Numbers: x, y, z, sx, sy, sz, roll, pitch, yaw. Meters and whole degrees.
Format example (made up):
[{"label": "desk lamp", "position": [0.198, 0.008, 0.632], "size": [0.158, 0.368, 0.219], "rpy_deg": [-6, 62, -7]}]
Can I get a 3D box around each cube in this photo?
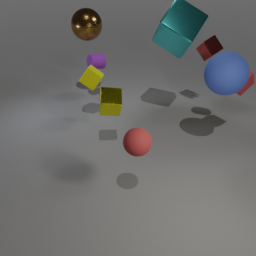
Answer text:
[{"label": "cube", "position": [-0.590, -0.875, 9.391], "size": [0.700, 0.700, 0.700], "rpy_deg": [2, 60, -8]}, {"label": "cube", "position": [3.971, -1.724, 9.983], "size": [0.700, 0.700, 0.700], "rpy_deg": [-44, 57, 4]}, {"label": "cube", "position": [3.540, -3.459, 12.162], "size": [0.700, 0.700, 0.700], "rpy_deg": [-34, 1, -14]}, {"label": "cube", "position": [-1.491, -2.073, 11.540], "size": [0.700, 0.700, 0.700], "rpy_deg": [35, 19, -12]}, {"label": "cube", "position": [1.990, -3.865, 10.927], "size": [1.400, 1.400, 1.400], "rpy_deg": [33, 76, -1]}]

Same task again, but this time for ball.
[{"label": "ball", "position": [0.227, 0.336, 6.736], "size": [0.700, 0.700, 0.700], "rpy_deg": [0, 30, 0]}, {"label": "ball", "position": [-1.859, -4.651, 12.608], "size": [1.400, 1.400, 1.400], "rpy_deg": [0, 30, 0]}, {"label": "ball", "position": [3.194, -1.767, 9.117], "size": [1.400, 1.400, 1.400], "rpy_deg": [0, 30, 0]}]

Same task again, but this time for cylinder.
[{"label": "cylinder", "position": [-1.492, -3.133, 13.218], "size": [0.700, 0.700, 0.700], "rpy_deg": [-12, 32, -31]}]
